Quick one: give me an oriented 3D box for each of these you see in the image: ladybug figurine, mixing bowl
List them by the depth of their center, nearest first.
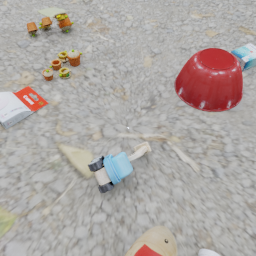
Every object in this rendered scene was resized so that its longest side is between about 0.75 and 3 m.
[{"bbox_3d":[0.347,2.635,5.098,0.615,1.161,1.711,29,88,49],"label":"ladybug figurine"},{"bbox_3d":[2.655,-1.701,8.809,2.227,1.206,2.227,0,51,0],"label":"mixing bowl"}]

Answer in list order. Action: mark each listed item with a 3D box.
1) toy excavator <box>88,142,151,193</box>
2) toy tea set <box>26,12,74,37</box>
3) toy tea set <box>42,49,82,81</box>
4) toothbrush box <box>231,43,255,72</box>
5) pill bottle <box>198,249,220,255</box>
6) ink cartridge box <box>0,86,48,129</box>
[{"bbox_3d":[-0.095,0.832,6.766,1.461,1.421,0.730,-23,93,2],"label":"toy excavator"},{"bbox_3d":[-3.062,-4.002,11.113,1.828,0.676,1.087,-12,15,13],"label":"toy tea set"},{"bbox_3d":[-2.284,-2.241,9.630,0.962,0.599,1.618,16,52,13],"label":"toy tea set"},{"bbox_3d":[4.226,-2.524,9.978,1.008,0.430,0.738,-24,54,-20],"label":"toothbrush box"},{"bbox_3d":[1.474,2.909,5.381,0.575,0.575,0.993,19,53,15],"label":"pill bottle"},{"bbox_3d":[-3.438,-0.778,8.590,1.503,0.429,1.222,-40,60,-23],"label":"ink cartridge box"}]
